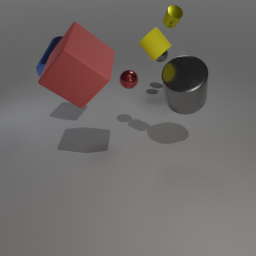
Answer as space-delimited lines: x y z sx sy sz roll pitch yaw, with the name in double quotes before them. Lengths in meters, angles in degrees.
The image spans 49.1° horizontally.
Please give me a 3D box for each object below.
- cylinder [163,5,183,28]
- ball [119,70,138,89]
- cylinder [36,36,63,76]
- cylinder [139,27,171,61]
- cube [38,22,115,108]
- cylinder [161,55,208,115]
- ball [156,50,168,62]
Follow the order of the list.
"cylinder" 1.956 -4.867 12.269 0.700 0.700 0.700 4 73 -12
"ball" 0.031 -1.803 10.413 0.700 0.700 0.700 0 30 0
"cylinder" -2.527 -2.463 10.605 1.400 1.400 1.400 11 63 18
"cylinder" 0.803 -2.488 8.330 0.700 0.700 0.700 -40 6 5
"cube" -1.366 -1.690 7.693 1.400 1.400 1.400 31 41 -26
"cylinder" 1.848 -1.358 9.052 1.400 1.400 1.400 -6 63 11
"ball" 1.500 -3.405 12.950 0.700 0.700 0.700 0 30 0
